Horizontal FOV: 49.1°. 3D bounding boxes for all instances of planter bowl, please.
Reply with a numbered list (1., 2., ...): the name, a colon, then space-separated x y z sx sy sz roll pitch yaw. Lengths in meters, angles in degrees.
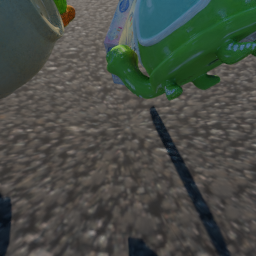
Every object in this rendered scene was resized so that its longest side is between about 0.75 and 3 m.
1. planter bowl: -2.429 -2.166 5.483 1.811 2.691 2.691 -25 41 10

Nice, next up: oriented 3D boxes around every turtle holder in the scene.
1. turtle holder: 0.969 -1.584 4.736 2.025 2.665 1.893 -24 85 -27

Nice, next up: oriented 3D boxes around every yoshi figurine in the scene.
1. yoshi figurine: -2.022 -3.707 6.570 1.376 2.448 1.371 -28 61 -7

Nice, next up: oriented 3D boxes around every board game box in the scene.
1. board game box: -0.074 -2.016 6.345 0.333 1.534 1.527 12 69 9
